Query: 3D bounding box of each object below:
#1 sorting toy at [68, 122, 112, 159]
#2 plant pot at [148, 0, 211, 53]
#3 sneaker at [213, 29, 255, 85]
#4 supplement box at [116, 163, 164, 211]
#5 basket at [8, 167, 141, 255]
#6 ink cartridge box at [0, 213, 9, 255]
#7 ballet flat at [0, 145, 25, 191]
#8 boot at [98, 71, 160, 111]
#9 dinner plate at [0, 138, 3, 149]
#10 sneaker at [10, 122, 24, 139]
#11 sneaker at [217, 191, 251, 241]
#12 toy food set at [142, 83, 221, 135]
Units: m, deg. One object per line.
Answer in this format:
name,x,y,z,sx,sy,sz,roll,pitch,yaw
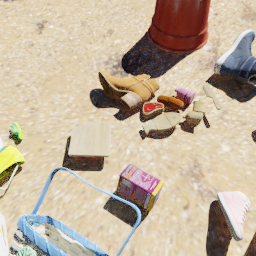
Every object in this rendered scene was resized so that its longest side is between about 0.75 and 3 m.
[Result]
sorting toy,-1.218,0.456,9.356,1.291,0.452,1.299,2,54,1
plant pot,2.355,-5.256,12.075,2.856,2.778,2.856,0,54,0
sneaker,4.992,-2.822,11.283,1.922,1.011,2.660,30,68,32
supplement box,0.335,1.722,8.183,1.192,0.780,0.615,27,43,18
basket,-1.338,2.670,6.640,2.528,1.994,2.867,23,75,17
ink cartridge box,-3.785,3.067,7.363,1.039,0.597,1.432,-18,56,-12
ballet flat,-4.153,1.725,8.227,0.949,0.946,2.831,38,58,-4
boot,0.024,-1.747,10.737,1.648,0.814,2.122,-37,62,-23
dinner plate,-5.404,0.920,9.141,2.544,0.308,2.544,-1,53,1
sneaker,-3.853,0.147,9.723,0.329,0.292,0.787,-33,54,-9
sneaker,3.036,2.303,7.621,0.822,0.592,1.572,-10,29,5
toy food set,1.786,-0.727,10.277,2.853,0.449,1.814,-14,55,-1
